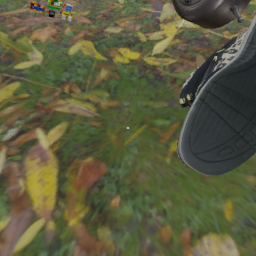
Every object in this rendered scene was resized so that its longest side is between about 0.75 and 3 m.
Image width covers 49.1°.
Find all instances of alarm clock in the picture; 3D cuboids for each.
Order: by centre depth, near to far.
[{"bbox_3d":[1.563,-3.168,5.895,0.924,1.872,2.776,7,19,-28],"label":"alarm clock"}]

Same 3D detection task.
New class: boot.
[{"bbox_3d":[0.767,-0.228,2.450,0.561,1.173,1.553,36,72,-4],"label":"boot"}]

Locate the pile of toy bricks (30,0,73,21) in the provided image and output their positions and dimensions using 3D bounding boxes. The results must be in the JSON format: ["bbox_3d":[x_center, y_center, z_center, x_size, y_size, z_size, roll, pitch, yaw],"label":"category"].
[{"bbox_3d":[-1.406,-2.335,5.245,0.783,0.435,0.387,6,44,-26],"label":"pile of toy bricks"}]
